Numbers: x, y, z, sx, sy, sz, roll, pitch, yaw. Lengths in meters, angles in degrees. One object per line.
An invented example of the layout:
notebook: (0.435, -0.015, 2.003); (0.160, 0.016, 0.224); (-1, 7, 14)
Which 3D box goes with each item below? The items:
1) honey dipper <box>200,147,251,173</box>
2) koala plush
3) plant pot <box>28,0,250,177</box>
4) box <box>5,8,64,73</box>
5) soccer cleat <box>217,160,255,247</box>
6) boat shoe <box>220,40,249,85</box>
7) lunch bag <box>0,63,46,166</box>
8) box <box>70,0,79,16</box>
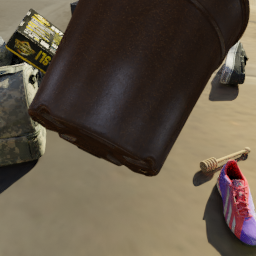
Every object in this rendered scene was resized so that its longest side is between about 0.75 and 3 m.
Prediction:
honey dipper: (2.413, 0.718, 6.835); (1.501, 0.285, 0.285); (-17, 40, -23)
koala plush: (-3.352, -1.751, 9.170); (2.127, 1.955, 1.886); (32, 29, 8)
plant pot: (0.063, -0.927, 4.599); (2.896, 2.896, 2.867); (19, 76, 23)
box: (-2.256, -2.421, 9.184); (2.912, 0.718, 2.325); (33, 25, -28)
soccer cleat: (2.193, 1.427, 5.559); (0.613, 0.657, 1.796); (1, 37, 1)
boat shoe: (4.078, -2.467, 10.549); (0.794, 0.963, 2.805); (17, 47, 13)
lunch bag: (-3.293, -0.365, 6.661); (2.577, 2.162, 1.796); (-6, 38, -8)
box: (-1.356, -4.600, 12.337); (1.211, 2.029, 2.063); (19, 41, 23)
